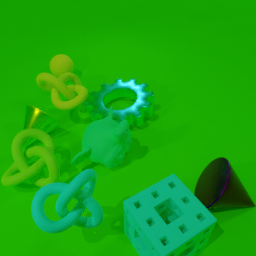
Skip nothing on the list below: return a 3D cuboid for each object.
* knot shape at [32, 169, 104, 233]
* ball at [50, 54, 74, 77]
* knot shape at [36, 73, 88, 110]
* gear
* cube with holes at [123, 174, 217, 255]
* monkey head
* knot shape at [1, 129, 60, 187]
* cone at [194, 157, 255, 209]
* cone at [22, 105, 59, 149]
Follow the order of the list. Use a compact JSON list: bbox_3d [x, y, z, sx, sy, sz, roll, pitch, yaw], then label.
[{"bbox_3d":[-0.917,1.232,4.861,1.258,1.177,0.581,25,7,-32],"label":"knot shape"},{"bbox_3d":[-2.303,-2.146,9.760,0.812,0.812,0.812,0,43,0],"label":"ball"},{"bbox_3d":[-1.775,-1.131,8.233,1.571,0.726,1.470,34,23,13],"label":"knot shape"},{"bbox_3d":[-0.225,-0.745,8.470,2.019,0.373,2.019,-6,45,6],"label":"gear"},{"bbox_3d":[0.723,1.875,5.330,1.177,1.177,1.177,-23,48,-23],"label":"cube with holes"},{"bbox_3d":[-0.536,0.201,6.921,1.192,1.423,1.978,25,56,11],"label":"monkey head"},{"bbox_3d":[-2.229,0.681,6.552,1.500,0.693,1.403,-6,67,13],"label":"knot shape"},{"bbox_3d":[2.336,1.466,6.198,1.229,1.224,1.224,29,45,-8],"label":"cone"},{"bbox_3d":[-2.605,0.124,7.548,1.085,1.085,1.089,21,70,20],"label":"cone"}]
